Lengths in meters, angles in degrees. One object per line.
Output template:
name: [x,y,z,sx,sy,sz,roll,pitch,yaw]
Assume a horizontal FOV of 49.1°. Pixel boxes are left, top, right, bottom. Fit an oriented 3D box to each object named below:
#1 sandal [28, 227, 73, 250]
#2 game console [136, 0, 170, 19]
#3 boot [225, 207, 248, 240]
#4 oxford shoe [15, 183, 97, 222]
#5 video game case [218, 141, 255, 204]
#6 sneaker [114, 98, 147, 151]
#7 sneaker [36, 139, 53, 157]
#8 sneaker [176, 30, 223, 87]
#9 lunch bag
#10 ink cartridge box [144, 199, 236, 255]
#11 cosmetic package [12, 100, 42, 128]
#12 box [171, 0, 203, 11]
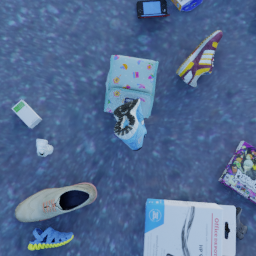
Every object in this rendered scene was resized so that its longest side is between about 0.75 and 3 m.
sandal: [-2.579,3.608,9.294,1.519,0.604,0.661,-7,78,-2]
game console: [0.913,-4.393,10.291,1.141,0.677,0.983,-4,83,-1]
boot: [3.773,3.224,9.495,0.642,0.340,0.975,27,92,-1]
oxford shoe: [-2.448,2.427,9.200,2.803,1.035,0.992,-19,83,-3]
video game case: [4.338,1.612,9.670,1.824,0.327,1.653,33,84,4]
sneaker: [0.107,-0.093,8.261,0.846,2.159,0.971,-21,119,18]
sneaker: [-2.793,0.733,9.244,0.431,1.225,0.491,4,72,1]
sneaker: [2.754,-2.465,10.043,0.987,0.821,2.190,43,90,-4]
lunch bag: [0.067,-1.374,9.628,1.677,1.201,1.969,8,92,-9]
ink cartridge box: [2.029,3.283,8.947,2.984,0.995,1.728,2,83,6]
cosmetic package: [-3.573,-0.483,9.915,0.929,0.394,0.500,44,83,7]
box: [1.979,-5.374,10.567,1.165,0.406,1.956,-38,82,-5]
